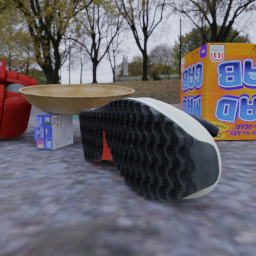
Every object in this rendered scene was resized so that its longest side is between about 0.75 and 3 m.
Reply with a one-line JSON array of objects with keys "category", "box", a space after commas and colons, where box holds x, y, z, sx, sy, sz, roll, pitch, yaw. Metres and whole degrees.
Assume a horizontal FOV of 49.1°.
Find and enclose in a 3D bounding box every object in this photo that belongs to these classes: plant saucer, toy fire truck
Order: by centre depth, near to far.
[{"category": "plant saucer", "box": [-1.046, -0.626, 5.949, 2.369, 0.419, 2.369, 2, 14, 0]}, {"category": "toy fire truck", "box": [-2.801, -0.563, 7.176, 2.778, 1.787, 2.445, 7, 32, -26]}]

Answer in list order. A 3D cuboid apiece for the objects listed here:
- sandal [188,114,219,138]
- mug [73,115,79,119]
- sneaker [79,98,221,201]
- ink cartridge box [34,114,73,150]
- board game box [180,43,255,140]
[{"category": "sandal", "box": [1.211, 0.128, 5.566, 0.692, 0.389, 1.819, 26, -11, -5]}, {"category": "mug", "box": [-2.230, -0.865, 13.813, 1.012, 0.761, 1.231, 4, 7, 37]}, {"category": "sneaker", "box": [0.338, 0.082, 3.579, 1.317, 0.992, 2.818, -9, 7, -26]}, {"category": "ink cartridge box", "box": [-1.467, 0.049, 5.519, 0.374, 0.669, 0.981, 2, 6, 15]}, {"category": "board game box", "box": [2.706, -0.907, 7.324, 2.177, 2.177, 2.179, 0, 6, -4]}]
